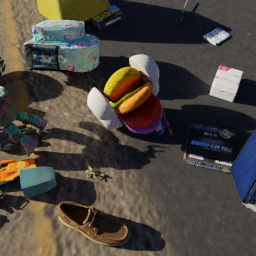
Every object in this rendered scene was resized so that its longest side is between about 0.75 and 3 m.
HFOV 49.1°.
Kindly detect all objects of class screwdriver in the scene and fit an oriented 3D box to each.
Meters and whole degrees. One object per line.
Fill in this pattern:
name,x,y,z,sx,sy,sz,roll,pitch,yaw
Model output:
screwdriver,2.511,-5.242,12.585,0.312,0.299,2.146,37,57,-12

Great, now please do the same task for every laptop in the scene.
laptop,3.907,1.256,7.419,2.096,1.215,1.963,33,62,21

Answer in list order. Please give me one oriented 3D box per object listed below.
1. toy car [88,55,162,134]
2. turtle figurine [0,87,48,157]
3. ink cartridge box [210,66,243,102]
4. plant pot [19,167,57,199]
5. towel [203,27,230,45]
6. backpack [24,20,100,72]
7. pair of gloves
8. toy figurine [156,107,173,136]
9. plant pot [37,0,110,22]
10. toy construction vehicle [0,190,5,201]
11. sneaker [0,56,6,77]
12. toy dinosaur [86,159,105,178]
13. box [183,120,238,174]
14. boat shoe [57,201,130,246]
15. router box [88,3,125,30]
toy car,0.200,-0.699,8.160,2.169,2.479,1.859,-41,77,-4
turtle figurine,-3.710,-0.315,8.008,2.581,1.299,1.932,31,68,-21
ink cartridge box,3.452,-1.566,9.850,0.843,0.484,1.161,21,57,14
plant pot,-2.441,1.442,7.688,0.872,0.617,0.616,-11,55,-16
towel,3.700,-3.839,11.685,0.974,0.116,0.715,-33,62,-21
backpack,-2.184,-2.841,9.902,2.392,1.801,2.124,10,29,0
pair of gloves,-3.648,0.786,8.346,1.851,0.257,2.077,-13,53,-7
toy figurine,0.972,-0.129,8.793,0.583,0.513,0.973,-21,82,12
plant pot,-2.525,-5.954,11.725,2.421,2.136,2.421,-35,55,-19
toy construction vehicle,-3.958,1.997,7.466,0.932,0.377,1.071,28,61,5
sneaker,-5.688,-1.850,9.762,2.790,1.081,1.111,-35,53,-22
toy dinosaur,-1.037,1.247,8.083,0.750,0.218,0.379,36,46,14
box,2.508,0.532,8.459,1.471,0.365,1.460,12,55,9
boat shoe,-0.895,2.351,6.975,1.957,0.661,0.704,18,57,12
router box,-0.982,-4.912,12.297,1.368,0.349,1.020,-34,62,-22
